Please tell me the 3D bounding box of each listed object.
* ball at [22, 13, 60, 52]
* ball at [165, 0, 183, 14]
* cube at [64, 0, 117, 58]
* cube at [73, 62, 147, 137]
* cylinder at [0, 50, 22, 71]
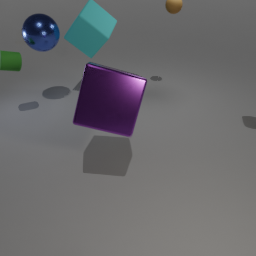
[{"bbox_3d":[-3.341,-3.658,10.782,1.400,1.400,1.400,0,32,0],"label":"ball"},{"bbox_3d":[1.898,-5.088,11.570,0.700,0.700,0.700,0,32,0],"label":"ball"},{"bbox_3d":[-1.532,-4.070,11.541,1.400,1.400,1.400,34,48,-21],"label":"cube"},{"bbox_3d":[-0.474,-0.746,6.873,1.400,1.400,1.400,13,12,-9],"label":"cube"},{"bbox_3d":[-4.340,-2.448,10.255,0.700,0.700,0.700,-4,29,-36],"label":"cylinder"}]
